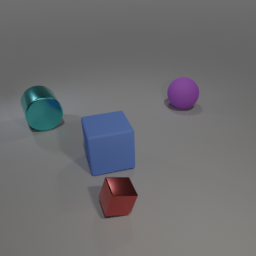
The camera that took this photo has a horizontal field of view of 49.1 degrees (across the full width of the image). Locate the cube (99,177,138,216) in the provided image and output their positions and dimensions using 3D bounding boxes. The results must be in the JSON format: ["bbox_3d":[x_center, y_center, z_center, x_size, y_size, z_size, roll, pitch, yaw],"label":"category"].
[{"bbox_3d":[-0.265,1.748,7.198,0.700,0.700,0.700,5,29,-25],"label":"cube"}]

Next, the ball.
[{"bbox_3d":[2.455,-1.557,12.484,1.400,1.400,1.400,0,30,0],"label":"ball"}]

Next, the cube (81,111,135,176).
[{"bbox_3d":[-0.637,0.447,8.897,1.400,1.400,1.400,-10,31,-12],"label":"cube"}]

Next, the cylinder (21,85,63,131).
[{"bbox_3d":[-3.435,-0.810,11.123,1.400,1.400,1.400,-14,32,-22],"label":"cylinder"}]
